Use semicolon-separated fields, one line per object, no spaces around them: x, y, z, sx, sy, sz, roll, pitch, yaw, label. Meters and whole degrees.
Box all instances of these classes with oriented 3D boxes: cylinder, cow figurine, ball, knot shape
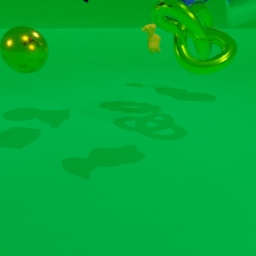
3.422;-3.655;8.055;1.162;1.162;1.162;-12;17;19;cylinder
0.912;-3.408;10.682;0.559;1.018;1.002;-3;-7;23;cow figurine
-2.601;-1.957;7.065;1.167;1.167;1.167;0;21;0;ball
1.445;-1.863;5.815;1.937;0.895;1.813;3;53;-39;knot shape

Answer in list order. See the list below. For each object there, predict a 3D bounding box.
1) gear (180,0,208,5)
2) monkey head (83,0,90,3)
1.277;-3.731;6.308;1.929;1.929;0.357;2;12;5;gear
-0.928;-3.217;5.639;1.062;1.763;1.268;-4;-26;37;monkey head
